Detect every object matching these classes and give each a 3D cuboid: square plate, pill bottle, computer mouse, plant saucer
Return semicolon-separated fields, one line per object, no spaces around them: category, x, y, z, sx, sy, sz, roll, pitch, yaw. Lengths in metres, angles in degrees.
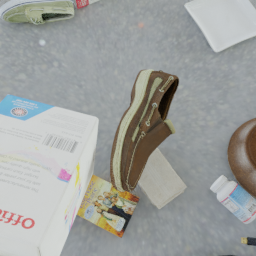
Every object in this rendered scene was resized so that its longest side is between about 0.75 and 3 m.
square plate;3.298;-3.695;9.487;2.124;0.305;2.145;-24;73;-8
pill bottle;2.823;1.858;7.407;1.240;0.674;0.674;43;76;14
computer mouse;2.630;3.167;6.777;2.181;1.532;0.502;-13;112;25
plant saucer;4.187;0.693;7.472;2.876;0.526;2.876;-5;56;7

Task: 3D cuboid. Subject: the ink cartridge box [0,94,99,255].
ink cartridge box;-1.830;1.118;4.786;1.826;1.779;2.841;16;45;4

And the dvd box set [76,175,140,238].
dvd box set;-0.620;2.061;7.566;1.584;0.233;1.159;26;72;8

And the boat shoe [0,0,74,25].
boat shoe;-2.982;-3.849;9.245;2.444;0.880;0.758;-15;82;-2

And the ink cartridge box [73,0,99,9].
ink cartridge box;-1.209;-5.249;9.729;1.990;0.830;1.444;-26;73;-8

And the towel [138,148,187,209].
towel;0.777;1.335;7.805;1.061;0.276;1.602;-32;74;-12

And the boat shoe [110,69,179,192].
boat shoe;0.459;-0.023;5.930;1.061;1.059;2.868;7;70;22
